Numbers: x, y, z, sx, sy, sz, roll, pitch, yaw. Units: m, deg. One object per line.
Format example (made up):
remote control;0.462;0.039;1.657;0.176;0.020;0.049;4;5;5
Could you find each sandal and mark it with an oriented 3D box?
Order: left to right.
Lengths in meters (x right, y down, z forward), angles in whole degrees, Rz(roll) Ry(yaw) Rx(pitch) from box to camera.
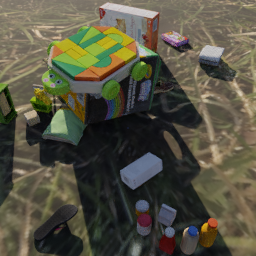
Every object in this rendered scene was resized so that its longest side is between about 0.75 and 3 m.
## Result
sandal;-1.519;2.015;5.978;1.036;0.234;0.389;-37;47;-15

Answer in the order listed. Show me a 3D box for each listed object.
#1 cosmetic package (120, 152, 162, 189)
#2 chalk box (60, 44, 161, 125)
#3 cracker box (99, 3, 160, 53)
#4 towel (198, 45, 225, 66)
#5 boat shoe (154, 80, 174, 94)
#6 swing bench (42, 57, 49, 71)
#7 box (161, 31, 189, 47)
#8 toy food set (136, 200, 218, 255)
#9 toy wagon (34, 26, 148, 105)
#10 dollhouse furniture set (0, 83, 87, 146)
cosmetic package;0.335;1.031;6.832;0.963;0.357;0.490;-27;36;-27
chalk box;-0.339;-1.557;8.410;2.948;1.840;1.828;-15;40;-32
cracker box;0.027;-4.020;11.455;2.414;1.617;0.696;21;47;22
towel;3.289;-2.850;11.094;0.814;0.421;0.983;17;47;20
boat shoe;1.132;-1.446;9.593;0.991;0.357;0.357;-13;44;-14
swing bench;-1.810;-2.103;9.771;1.547;1.004;1.539;24;50;26
box;2.086;-3.980;12.454;0.719;0.205;1.051;-25;48;-25
toy food set;0.854;1.920;5.623;1.735;0.781;0.828;23;47;23
toy wagon;-0.971;-1.491;6.599;2.143;0.546;2.762;38;58;23
dollhouse furniture set;-2.483;-0.549;8.100;2.740;1.058;1.369;10;44;11
